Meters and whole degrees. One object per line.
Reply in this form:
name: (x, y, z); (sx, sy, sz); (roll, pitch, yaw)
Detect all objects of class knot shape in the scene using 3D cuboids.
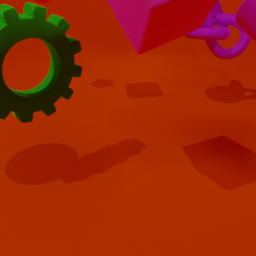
knot shape: (2.326, -2.736, 7.703); (1.734, 0.856, 1.853); (-19, 74, -22)

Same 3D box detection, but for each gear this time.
gear: (-1.675, -1.043, 4.724); (1.926, 1.926, 0.356); (-26, 43, -34)

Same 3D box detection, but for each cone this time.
cone: (2.558, -1.446, 4.610); (1.293, 1.293, 1.298); (-2, 74, -4)

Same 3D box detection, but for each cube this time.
cube: (0.445, -1.942, 3.847); (1.152, 1.152, 1.152); (-27, 82, -11)

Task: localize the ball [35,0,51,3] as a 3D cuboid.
ball: (-2.363, -3.818, 7.695); (0.723, 0.723, 0.723); (0, 33, 0)
